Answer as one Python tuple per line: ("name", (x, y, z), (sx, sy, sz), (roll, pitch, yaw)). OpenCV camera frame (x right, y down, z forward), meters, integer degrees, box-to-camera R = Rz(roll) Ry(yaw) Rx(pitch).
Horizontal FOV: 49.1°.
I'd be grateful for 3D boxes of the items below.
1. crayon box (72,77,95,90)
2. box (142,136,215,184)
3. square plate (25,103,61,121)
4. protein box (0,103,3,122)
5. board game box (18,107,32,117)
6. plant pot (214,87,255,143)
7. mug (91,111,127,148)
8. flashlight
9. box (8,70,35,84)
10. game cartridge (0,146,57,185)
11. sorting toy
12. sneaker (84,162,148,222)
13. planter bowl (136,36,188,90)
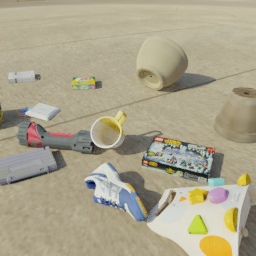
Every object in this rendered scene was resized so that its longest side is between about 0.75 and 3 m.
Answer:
("crayon box", (-2.460, -2.505, 15.630), (1.247, 0.364, 1.076), (-3, 31, -5))
("box", (1.757, 1.027, 9.639), (2.229, 0.444, 1.526), (11, 33, 18))
("square plate", (-3.873, -0.787, 12.825), (1.188, 0.169, 1.177), (15, 32, 12))
("protein box", (-6.293, -0.632, 11.836), (1.528, 1.031, 1.517), (-7, 31, -11))
("board game box", (-4.206, -0.699, 12.836), (1.381, 0.134, 0.711), (6, 30, 9))
("plant pot", (4.565, -0.640, 11.204), (1.993, 1.729, 1.993), (-1, 30, 0))
("mug", (-0.513, 0.184, 10.169), (1.394, 1.144, 1.117), (-27, 74, 7))
("flashlight", (-2.612, 0.309, 10.403), (2.824, 0.956, 0.960), (4, 8, 5))
("box", (-6.285, -3.040, 16.599), (1.450, 0.298, 1.130), (-10, 33, -15))
("game cartridge", (-3.440, 1.251, 9.410), (1.888, 0.362, 1.224), (-14, 38, -22))
("sorting toy", (1.842, 2.151, 7.287), (2.425, 1.439, 2.694), (-3, 25, 35))
("sneaker", (-0.385, 1.963, 7.898), (1.042, 0.890, 2.363), (-32, 37, -18))
("planter bowl", (1.550, -3.231, 14.999), (2.769, 2.769, 1.864), (20, 63, 30))
